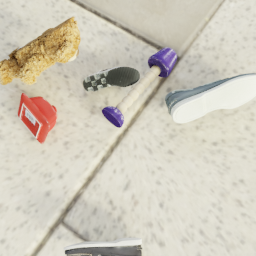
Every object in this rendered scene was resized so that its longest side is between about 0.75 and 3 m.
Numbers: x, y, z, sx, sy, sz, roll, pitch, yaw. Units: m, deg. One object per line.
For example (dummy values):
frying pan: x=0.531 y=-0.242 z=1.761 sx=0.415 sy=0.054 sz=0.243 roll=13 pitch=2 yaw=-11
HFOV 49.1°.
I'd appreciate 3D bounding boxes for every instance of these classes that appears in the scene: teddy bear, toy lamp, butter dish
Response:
teddy bear: x=-2.557 y=-2.082 z=8.177 sx=2.983 sy=0.996 sz=2.163 roll=-27 pitch=32 yaw=10
toy lamp: x=0.425 y=-1.311 z=8.378 sx=0.851 sy=0.851 sz=2.925 roll=38 pitch=71 yaw=14
butter dish: x=-2.423 y=-0.374 z=7.943 sx=1.223 sy=1.220 sz=0.904 roll=48 pitch=51 yaw=8

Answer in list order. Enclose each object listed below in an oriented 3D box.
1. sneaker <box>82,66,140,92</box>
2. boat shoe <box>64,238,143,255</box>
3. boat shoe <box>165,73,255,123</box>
sneaker: x=-0.507 y=-1.566 z=8.533 sx=1.719 sy=0.761 sz=0.637 roll=-7 pitch=113 yaw=1
boat shoe: x=-0.585 y=3.011 z=6.741 sx=1.897 sy=0.701 sz=0.572 roll=-1 pitch=74 yaw=-10
boat shoe: x=2.504 y=-1.068 z=8.168 sx=2.993 sy=1.090 sz=0.925 roll=-20 pitch=45 yaw=-6
